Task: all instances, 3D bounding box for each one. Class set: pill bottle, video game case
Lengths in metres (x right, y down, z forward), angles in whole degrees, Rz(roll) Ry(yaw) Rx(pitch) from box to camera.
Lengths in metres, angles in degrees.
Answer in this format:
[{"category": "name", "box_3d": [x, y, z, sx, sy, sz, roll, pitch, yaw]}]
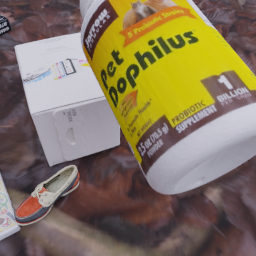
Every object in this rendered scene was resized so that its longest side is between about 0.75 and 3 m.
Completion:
[{"category": "pill bottle", "box_3d": [0.334, -0.648, 2.991, 1.329, 1.329, 2.433, -19, 63, -16]}, {"category": "video game case", "box_3d": [-3.265, 1.694, 5.395, 1.881, 0.215, 1.712, -25, 54, -20]}]

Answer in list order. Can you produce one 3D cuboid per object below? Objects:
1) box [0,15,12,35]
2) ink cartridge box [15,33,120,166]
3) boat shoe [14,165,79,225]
[{"category": "box", "box_3d": [-5.387, -3.454, 9.691, 1.609, 0.466, 2.024, 30, 55, 24]}, {"category": "ink cartridge box", "box_3d": [-1.361, -0.713, 6.457, 1.723, 1.754, 2.382, -16, 52, -14]}, {"category": "boat shoe", "box_3d": [-1.574, 1.279, 5.506, 0.530, 0.466, 1.489, 37, 53, 26]}]
